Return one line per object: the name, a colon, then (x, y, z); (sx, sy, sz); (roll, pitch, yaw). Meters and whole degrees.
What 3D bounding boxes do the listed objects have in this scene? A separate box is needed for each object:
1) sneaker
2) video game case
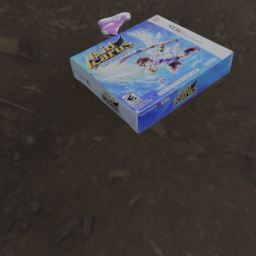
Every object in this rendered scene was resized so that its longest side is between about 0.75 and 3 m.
sneaker: (-0.254, -2.393, 6.623); (0.826, 0.300, 0.471); (-25, 84, -12)
video game case: (0.423, -1.264, 5.618); (2.404, 0.546, 2.179); (-33, 52, -21)
